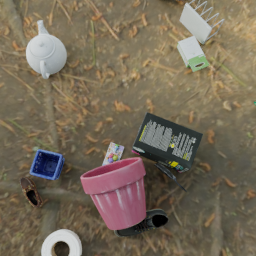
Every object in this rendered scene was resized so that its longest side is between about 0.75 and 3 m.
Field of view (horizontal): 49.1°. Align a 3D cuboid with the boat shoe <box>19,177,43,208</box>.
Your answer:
[{"bbox_3d":[-3.739,2.432,10.743,0.486,0.486,1.381,-38,78,-8],"label":"boat shoe"}]

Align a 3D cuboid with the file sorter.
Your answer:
[{"bbox_3d":[3.222,-4.710,12.157,0.978,1.089,1.570,-37,79,-11],"label":"file sorter"}]

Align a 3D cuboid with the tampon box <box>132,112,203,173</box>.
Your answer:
[{"bbox_3d":[1.392,0.599,10.571,2.192,1.643,1.384,22,77,5],"label":"tampon box"}]

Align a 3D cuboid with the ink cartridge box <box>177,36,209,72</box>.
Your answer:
[{"bbox_3d":[2.788,-3.121,12.081,0.792,0.452,1.525,-22,78,-5],"label":"ink cartridge box"}]

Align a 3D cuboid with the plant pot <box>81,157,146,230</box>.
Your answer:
[{"bbox_3d":[-0.320,2.336,9.945,2.266,2.266,2.028,-17,91,-4],"label":"plant pot"}]

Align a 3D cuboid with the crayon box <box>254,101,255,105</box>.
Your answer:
[{"bbox_3d":[6.064,-0.719,11.504,0.920,0.451,1.549,-30,78,-7],"label":"crayon box"}]

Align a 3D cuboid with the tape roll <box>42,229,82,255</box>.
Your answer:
[{"bbox_3d":[-2.409,4.460,10.248,1.398,0.489,1.398,0,76,0],"label":"tape roll"}]

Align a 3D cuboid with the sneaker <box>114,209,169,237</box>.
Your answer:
[{"bbox_3d":[0.455,3.442,10.169,2.055,1.091,0.768,-19,79,-4],"label":"sneaker"}]

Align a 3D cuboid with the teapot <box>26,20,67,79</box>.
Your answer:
[{"bbox_3d":[-3.466,-3.157,11.642,1.820,1.329,1.796,38,80,8],"label":"teapot"}]

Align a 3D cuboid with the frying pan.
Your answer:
[{"bbox_3d":[1.563,1.757,10.500,0.246,0.915,1.513,-51,48,-7],"label":"frying pan"}]

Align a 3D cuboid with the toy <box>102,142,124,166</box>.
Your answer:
[{"bbox_3d":[-0.593,1.121,11.178,0.582,0.238,1.010,19,77,5],"label":"toy"}]

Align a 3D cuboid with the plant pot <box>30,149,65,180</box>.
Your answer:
[{"bbox_3d":[-3.031,1.438,10.763,0.996,0.895,0.995,14,78,3],"label":"plant pot"}]
